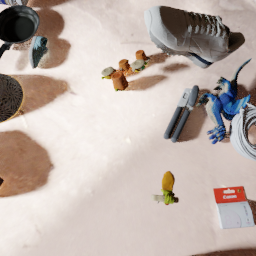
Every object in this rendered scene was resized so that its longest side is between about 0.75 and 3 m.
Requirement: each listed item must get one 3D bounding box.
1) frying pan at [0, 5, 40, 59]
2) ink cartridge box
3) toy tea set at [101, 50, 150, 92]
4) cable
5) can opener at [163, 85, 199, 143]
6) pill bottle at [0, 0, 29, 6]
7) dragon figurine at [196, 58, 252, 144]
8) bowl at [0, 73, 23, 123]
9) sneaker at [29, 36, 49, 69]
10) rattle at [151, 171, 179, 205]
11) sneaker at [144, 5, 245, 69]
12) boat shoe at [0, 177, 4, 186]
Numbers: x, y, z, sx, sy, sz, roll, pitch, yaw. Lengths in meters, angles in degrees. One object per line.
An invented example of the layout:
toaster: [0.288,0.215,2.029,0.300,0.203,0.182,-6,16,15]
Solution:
frying pan: [-3.964,-3.195,9.952,1.678,0.451,2.774,-4,71,-1]
ink cartridge box: [3.004,2.258,8.009,0.927,0.325,1.141,-4,74,-1]
toy tea set: [0.047,-1.888,9.483,1.832,0.678,1.090,-31,43,-8]
cable: [3.825,0.190,8.425,1.610,0.558,1.611,21,81,-9]
can opener: [1.715,-0.505,8.823,0.526,0.659,1.971,25,72,9]
pill bottle: [-4.479,-4.983,10.415,1.381,0.799,0.799,11,70,5]
dragon figurine: [3.216,-0.797,8.822,2.963,0.872,1.473,-42,75,-13]
bowl: [-4.429,-1.134,8.945,1.882,0.883,1.882,0,69,-1]
sneaker: [-3.070,-2.657,9.717,0.548,0.494,1.338,-1,70,5]
rattle: [0.749,1.250,5.667,0.573,0.880,0.629,-15,74,14]
sneaker: [1.591,-2.290,6.598,2.922,1.176,1.116,2,78,-43]
boat shoe: [-4.608,0.969,8.195,0.906,0.956,2.523,-42,84,-18]
